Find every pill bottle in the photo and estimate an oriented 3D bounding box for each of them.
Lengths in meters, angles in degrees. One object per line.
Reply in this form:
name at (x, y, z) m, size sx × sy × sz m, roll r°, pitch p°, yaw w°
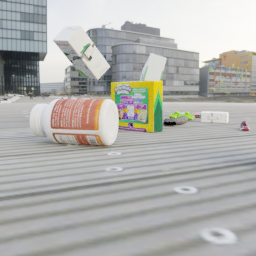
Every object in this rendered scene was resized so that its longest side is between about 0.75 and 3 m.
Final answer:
pill bottle at (-1.507, -0.187, 7.897) m, size 2.278 × 1.278 × 1.278 m, roll 2°, pitch 7°, yaw 15°

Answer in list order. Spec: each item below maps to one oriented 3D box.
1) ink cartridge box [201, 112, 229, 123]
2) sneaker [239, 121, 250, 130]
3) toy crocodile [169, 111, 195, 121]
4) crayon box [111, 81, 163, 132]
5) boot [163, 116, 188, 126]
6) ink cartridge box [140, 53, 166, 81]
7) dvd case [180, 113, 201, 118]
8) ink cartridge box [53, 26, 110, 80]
ink cartridge box at (4.382, -0.550, 14.140) m, size 1.262 × 0.522 × 0.925 m, roll 3°, pitch 7°, yaw 23°
sneaker at (4.596, -0.082, 11.083) m, size 0.355 × 0.328 × 0.880 m, roll 2°, pitch 8°, yaw 14°
toy crocodile at (2.832, -0.565, 14.829) m, size 1.479 × 0.457 × 0.499 m, roll 7°, pitch 50°, yaw 36°
crayon box at (0.311, -0.873, 11.014) m, size 2.203 × 1.900 × 0.642 m, roll 6°, pitch 9°, yaw 41°
boot at (2.152, -0.246, 12.547) m, size 1.149 × 0.401 × 0.757 m, roll -10°, pitch 9°, yaw 8°
ink cartridge box at (1.107, -2.530, 13.667) m, size 0.818 × 1.421 × 1.947 m, roll 16°, pitch -11°, yaw -5°
dvd case at (4.245, -0.804, 17.488) m, size 2.232 × 0.246 × 1.629 m, roll 0°, pitch 7°, yaw 5°
ink cartridge box at (-2.131, -3.416, 12.764) m, size 1.660 × 0.958 × 2.272 m, roll 22°, pitch -22°, yaw 50°
